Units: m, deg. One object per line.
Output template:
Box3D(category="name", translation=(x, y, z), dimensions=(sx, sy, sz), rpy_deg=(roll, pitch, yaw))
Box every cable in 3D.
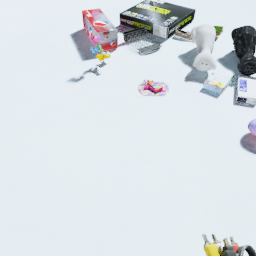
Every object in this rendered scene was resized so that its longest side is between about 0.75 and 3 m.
Box3D(category="cable", translation=(1.830, 2.701, 4.673), dimensions=(0.927, 0.480, 1.909), rpy_deg=(9, 53, -15))

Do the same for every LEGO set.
Box3D(category="LEGO set", translation=(-0.881, -2.663, 9.743), dimensions=(0.503, 1.225, 0.467), rpy_deg=(3, 70, 25))

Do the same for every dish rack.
Box3D(category="dish rack", translation=(0.604, -3.515, 11.240), dimensions=(1.148, 0.408, 1.496), rpy_deg=(-25, 48, -23))

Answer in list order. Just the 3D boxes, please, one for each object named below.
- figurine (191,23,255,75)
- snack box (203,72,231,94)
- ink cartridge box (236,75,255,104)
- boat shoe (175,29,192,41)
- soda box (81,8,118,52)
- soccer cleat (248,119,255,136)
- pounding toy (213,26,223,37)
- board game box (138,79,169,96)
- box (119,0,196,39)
Box3D(category="figurine", translation=(3.447, -2.723, 10.025), dimensions=(2.428, 1.045, 2.369), rpy_deg=(6, 47, 7))
Box3D(category="snack box", translation=(2.907, -1.472, 9.129), dimensions=(0.642, 0.258, 0.762), rpy_deg=(25, 47, 25))
Box3D(category="ink cartridge box", translation=(3.786, -1.241, 8.898), dimensions=(0.610, 0.241, 1.227), rpy_deg=(12, 46, 13))
Box3D(category="boat shoe", translation=(2.442, -3.912, 11.739), dimensions=(0.997, 0.297, 0.358), rpy_deg=(21, 47, 22))
Box3D(category="soda box", translation=(-1.203, -4.111, 11.582), dimensions=(0.878, 0.795, 2.508), rpy_deg=(-14, 44, -14))
Box3D(category="soccer cleat", translation=(4.406, 0.007, 6.990), dimensions=(2.573, 0.984, 0.858), rpy_deg=(13, 44, 13))
Box3D(category="pounding toy", translation=(3.675, -4.059, 11.905), dimensions=(0.719, 0.432, 0.931), rpy_deg=(5, 13, 22))
Box3D(category="board game box", translation=(0.825, -1.349, 9.041), dimensions=(1.016, 0.198, 0.803), rpy_deg=(2, 43, 3))
Box3D(category="box", translation=(1.346, -5.077, 12.771), dimensions=(2.599, 0.618, 2.510), rpy_deg=(27, 52, 26))
